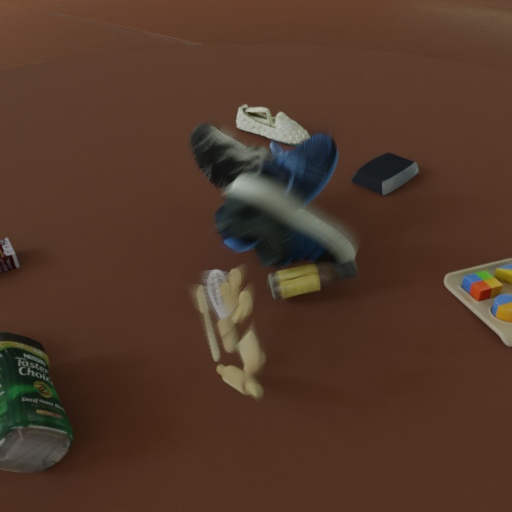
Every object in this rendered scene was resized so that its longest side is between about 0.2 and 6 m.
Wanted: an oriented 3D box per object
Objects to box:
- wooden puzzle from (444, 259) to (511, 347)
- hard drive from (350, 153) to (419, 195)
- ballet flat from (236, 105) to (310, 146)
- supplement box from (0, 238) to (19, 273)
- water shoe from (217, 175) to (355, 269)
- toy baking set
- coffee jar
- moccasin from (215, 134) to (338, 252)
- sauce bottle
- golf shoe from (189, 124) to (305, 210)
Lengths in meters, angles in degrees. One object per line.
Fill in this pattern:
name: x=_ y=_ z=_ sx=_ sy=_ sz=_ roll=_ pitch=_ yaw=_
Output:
wooden puzzle: x=4.756 y=0.713 z=10.384 sx=1.761 sy=0.440 sz=1.901 roll=-12 pitch=39 yaw=-16
hard drive: x=3.294 y=-2.130 z=14.228 sx=1.113 sy=0.349 sz=1.650 roll=30 pitch=46 yaw=34
ballet flat: x=0.429 y=-3.800 z=16.106 sx=2.396 sy=0.860 sz=0.860 roll=20 pitch=41 yaw=23
supplement box: x=-5.484 y=0.126 z=11.218 sx=1.228 sy=0.374 sz=0.668 roll=-22 pitch=42 yaw=-25
water shoe: x=0.532 y=-0.306 z=10.246 sx=1.108 sy=3.098 sz=1.222 roll=27 pitch=87 yaw=55
toy baking set: x=-0.365 y=1.096 z=8.412 sx=0.274 sy=1.806 sz=2.353 roll=-4 pitch=-1 yaw=-24
coffee jar: x=-3.426 y=2.022 z=8.080 sx=0.890 sy=1.088 sz=2.087 roll=-50 pitch=45 yaw=8
moccasin: x=0.476 y=-1.421 z=11.074 sx=1.251 sy=1.060 sz=3.110 roll=22 pitch=64 yaw=45
sauce bottle: x=1.052 y=0.403 z=10.348 sx=1.614 sy=0.522 sz=0.522 roll=-12 pitch=38 yaw=-1
golf shoe: x=-0.105 y=-1.942 z=12.349 sx=2.998 sy=1.166 sz=1.417 roll=41 pitch=52 yaw=-15
